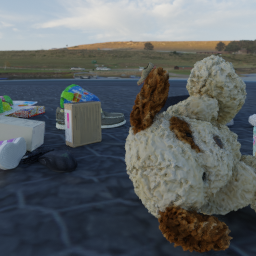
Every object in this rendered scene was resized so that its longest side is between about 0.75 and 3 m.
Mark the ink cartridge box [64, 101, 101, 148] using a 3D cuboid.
[{"bbox_3d":[-1.403,-0.154,8.819,1.097,1.331,0.500,-10,16,-41],"label":"ink cartridge box"}]

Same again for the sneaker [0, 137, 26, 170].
[{"bbox_3d":[-3.250,0.679,6.972,1.011,0.642,1.772,-7,6,-5],"label":"sneaker"}]

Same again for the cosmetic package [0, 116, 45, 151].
[{"bbox_3d":[-3.672,0.094,8.425,2.033,0.743,1.053,9,11,3],"label":"cosmetic package"}]

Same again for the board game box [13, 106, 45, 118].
[{"bbox_3d":[-5.077,-0.844,14.061,1.151,0.352,1.520,3,13,14],"label":"board game box"}]

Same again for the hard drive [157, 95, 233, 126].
[{"bbox_3d":[2.641,-0.710,11.497,2.889,0.612,1.949,-4,34,-5],"label":"hard drive"}]

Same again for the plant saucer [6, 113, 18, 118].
[{"bbox_3d":[-5.768,-0.482,12.670,1.521,0.269,1.521,0,13,0],"label":"plant saucer"}]

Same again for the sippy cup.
[{"bbox_3d":[-2.186,-1.181,13.393,1.446,1.550,1.973,21,32,28],"label":"sippy cup"}]

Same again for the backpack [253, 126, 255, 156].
[{"bbox_3d":[3.915,0.263,6.266,2.087,1.600,1.835,-7,2,10],"label":"backpack"}]

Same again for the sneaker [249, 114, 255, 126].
[{"bbox_3d":[6.080,-0.681,10.594,2.712,1.559,1.019,7,15,30],"label":"sneaker"}]

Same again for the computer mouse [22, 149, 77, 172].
[{"bbox_3d":[-1.870,0.729,7.019,1.495,0.394,1.035,11,16,40],"label":"computer mouse"}]

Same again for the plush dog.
[{"bbox_3d":[0.928,0.463,4.485,2.380,2.967,2.548,-31,-18,33],"label":"plush dog"}]

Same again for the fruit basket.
[{"bbox_3d":[-5.654,-0.900,11.566,2.650,1.341,2.861,3,24,14],"label":"fruit basket"}]

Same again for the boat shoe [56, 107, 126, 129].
[{"bbox_3d":[-1.461,-0.462,11.261,2.809,0.840,1.004,-3,13,-12],"label":"boat shoe"}]

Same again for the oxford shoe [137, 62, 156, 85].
[{"bbox_3d":[0.720,-2.377,12.280,0.419,1.121,0.395,36,12,-20],"label":"oxford shoe"}]
